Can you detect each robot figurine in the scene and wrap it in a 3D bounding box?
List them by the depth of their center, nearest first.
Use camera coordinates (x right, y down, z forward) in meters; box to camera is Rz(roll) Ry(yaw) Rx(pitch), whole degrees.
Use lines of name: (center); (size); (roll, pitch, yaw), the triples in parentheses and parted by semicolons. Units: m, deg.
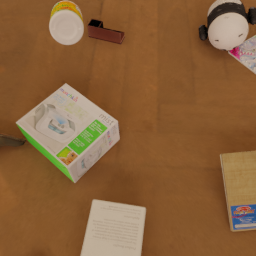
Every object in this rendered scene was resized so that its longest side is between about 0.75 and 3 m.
robot figurine: (4.027, -4.264, 11.410); (1.573, 1.894, 2.521); (23, 48, -12)

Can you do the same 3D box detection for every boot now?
boot: (-4.432, 0.689, 8.881); (2.237, 0.836, 1.084); (5, 80, -10)

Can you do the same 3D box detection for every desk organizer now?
desk organizer: (-0.930, -4.123, 11.948); (1.533, 0.590, 0.550); (16, 59, 10)

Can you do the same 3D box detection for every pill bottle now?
pill bottle: (-2.019, -3.554, 9.227); (1.042, 1.042, 1.877); (-9, 38, -6)

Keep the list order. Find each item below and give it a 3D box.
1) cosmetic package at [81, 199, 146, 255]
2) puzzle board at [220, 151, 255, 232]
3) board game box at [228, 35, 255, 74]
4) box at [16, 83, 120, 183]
cosmetic package: (-0.427, 3.361, 6.862); (1.471, 1.071, 2.894); (8, 59, 5)
puzzle board: (4.164, 1.694, 7.984); (2.860, 0.249, 2.155); (-4, 81, -2)
board game box: (5.675, -3.014, 11.417); (2.221, 0.287, 2.222); (-31, 62, -18)
box: (-1.821, 0.106, 8.904); (2.400, 1.160, 2.118); (37, 66, 22)
